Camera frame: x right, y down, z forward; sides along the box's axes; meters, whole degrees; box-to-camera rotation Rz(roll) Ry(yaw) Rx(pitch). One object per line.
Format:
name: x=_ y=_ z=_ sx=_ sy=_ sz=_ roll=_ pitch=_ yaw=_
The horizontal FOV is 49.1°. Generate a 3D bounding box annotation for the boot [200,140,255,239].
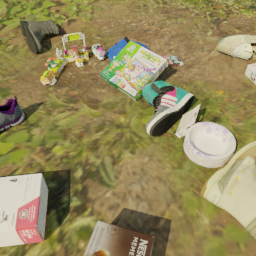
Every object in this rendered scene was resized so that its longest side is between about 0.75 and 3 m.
boot: x=3.183 y=1.433 z=6.907 sx=2.304 sy=0.830 sz=1.782 roll=-35 pitch=54 yaw=-22

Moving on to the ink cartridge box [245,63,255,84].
ink cartridge box: x=5.063 y=-1.970 z=10.497 sx=0.780 sy=0.452 sz=1.077 roll=-14 pitch=47 yaw=-13

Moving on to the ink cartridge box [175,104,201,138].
ink cartridge box: x=1.900 y=-0.214 z=8.554 sx=0.211 sy=0.830 sz=0.942 roll=40 pitch=49 yaw=-12

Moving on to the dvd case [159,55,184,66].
dvd case: x=1.756 y=-2.750 z=11.428 sx=0.921 sy=0.101 sz=0.672 roll=-1 pitch=44 yaw=-10

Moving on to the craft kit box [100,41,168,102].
craft kit box: x=0.205 y=-2.107 z=10.150 sx=1.808 sy=0.439 sz=1.785 roll=36 pitch=78 yaw=28

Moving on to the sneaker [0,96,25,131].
sneaker: x=-4.210 y=-0.233 z=8.476 sx=0.774 sy=0.910 sz=2.079 roll=33 pitch=53 yaw=28

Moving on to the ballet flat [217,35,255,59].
ballet flat: x=5.177 y=-3.242 z=11.438 sx=2.910 sy=0.981 sz=0.907 roll=-1 pitch=56 yaw=-1

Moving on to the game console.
game console: x=0.244 y=-2.819 z=11.509 sx=1.590 sy=1.102 sz=1.863 roll=-35 pitch=49 yaw=9

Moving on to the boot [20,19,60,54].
boot: x=-3.790 y=-4.276 z=12.565 sx=1.623 sy=0.841 sz=2.484 roll=-15 pitch=49 yaw=-23

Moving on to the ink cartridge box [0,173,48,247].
ink cartridge box: x=-2.927 y=1.915 z=6.440 sx=1.942 sy=0.804 sz=1.423 roll=-5 pitch=46 yaw=-5

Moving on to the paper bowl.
paper bowl: x=2.251 y=0.529 z=7.866 sx=1.364 sy=0.710 sz=1.364 roll=1 pitch=46 yaw=-1

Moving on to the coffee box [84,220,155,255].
coffee box: x=-0.364 y=3.074 z=5.244 sx=1.275 sy=0.888 sz=2.229 roll=13 pitch=47 yaw=12

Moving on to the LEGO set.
LEGO set: x=-2.382 y=-2.858 z=10.923 sx=2.921 sy=1.087 sz=1.344 roll=-33 pitch=54 yaw=-28

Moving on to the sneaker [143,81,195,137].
sneaker: x=0.952 y=-0.752 z=8.896 sx=1.432 sy=0.992 sz=2.372 roll=33 pitch=46 yaw=22
